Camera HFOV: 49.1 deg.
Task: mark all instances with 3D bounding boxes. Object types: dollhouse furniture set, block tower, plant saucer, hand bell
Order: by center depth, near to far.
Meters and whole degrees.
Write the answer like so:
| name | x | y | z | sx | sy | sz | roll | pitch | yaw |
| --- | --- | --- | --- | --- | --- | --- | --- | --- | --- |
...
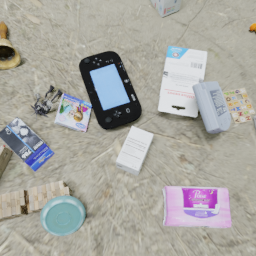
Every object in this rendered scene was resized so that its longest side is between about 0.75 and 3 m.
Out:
| name | x | y | z | sx | sy | sz | roll | pitch | yaw |
| --- | --- | --- | --- | --- | --- | --- | --- | --- | --- |
| plant saucer | -1.775 | 2.456 | 7.700 | 1.230 | 0.169 | 1.230 | -3 | 103 | -13 |
| dollhouse furniture set | -4.419 | 0.798 | 7.813 | 1.332 | 1.890 | 1.324 | 16 | 69 | 7 |
| block tower | -2.838 | 2.103 | 7.957 | 2.445 | 0.707 | 0.660 | -11 | 69 | -6 |
| hand bell | -4.492 | -3.187 | 10.123 | 1.064 | 1.064 | 2.044 | -15 | 56 | -6 |

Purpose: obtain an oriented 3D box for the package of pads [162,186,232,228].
| name | x | y | z | sx | sy | sz | roll | pitch | yaw |
| --- | --- | --- | --- | --- | --- | --- | --- | --- | --- |
| package of pads | 1.889 | 2.211 | 7.890 | 1.831 | 0.693 | 1.103 | 2 | 68 | 1 |

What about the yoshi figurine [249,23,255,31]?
| name | x | y | z | sx | sy | sz | roll | pitch | yaw |
| --- | --- | --- | --- | --- | --- | --- | --- | --- | --- |
| yoshi figurine | 5.098 | -3.294 | 10.087 | 0.889 | 0.893 | 1.588 | -32 | 73 | 5 |

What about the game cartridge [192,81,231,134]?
| name | x | y | z | sx | sy | sz | roll | pitch | yaw |
| --- | --- | --- | --- | --- | --- | --- | --- | --- | --- |
| game cartridge | 2.503 | -0.612 | 8.157 | 0.464 | 2.233 | 1.487 | -15 | 91 | 29 |

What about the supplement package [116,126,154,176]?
| name | x | y | z | sx | sy | sz | roll | pitch | yaw |
| --- | --- | --- | --- | --- | --- | --- | --- | --- | --- |
| supplement package | 0.206 | 0.698 | 8.475 | 0.729 | 0.738 | 1.217 | 22 | 70 | 9 |

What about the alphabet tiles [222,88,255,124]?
| name | x | y | z | sx | sy | sz | roll | pitch | yaw |
| --- | --- | --- | --- | --- | --- | --- | --- | --- | --- |
| alphabet tiles | 3.666 | -0.738 | 9.411 | 1.011 | 0.046 | 1.209 | -12 | 69 | -6 |

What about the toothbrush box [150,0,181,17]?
| name | x | y | z | sx | sy | sz | roll | pitch | yaw |
| --- | --- | --- | --- | --- | --- | --- | --- | --- | --- |
| toothbrush box | 1.235 | -5.497 | 10.601 | 0.846 | 1.432 | 1.966 | -25 | 70 | -10 |

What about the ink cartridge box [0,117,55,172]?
| name | x | y | z | sx | sy | sz | roll | pitch | yaw |
| --- | --- | --- | --- | --- | --- | --- | --- | --- | --- |
| ink cartridge box | -3.203 | 0.490 | 8.789 | 1.731 | 0.339 | 0.861 | 39 | 73 | 13 |

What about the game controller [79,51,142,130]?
| name | x | y | z | sx | sy | sz | roll | pitch | yaw |
| --- | --- | --- | --- | --- | --- | --- | --- | --- | --- |
| game controller | -0.615 | -1.323 | 9.301 | 1.486 | 0.600 | 2.849 | -22 | 69 | 1 |

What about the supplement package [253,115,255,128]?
| name | x | y | z | sx | sy | sz | roll | pitch | yaw |
| --- | --- | --- | --- | --- | --- | --- | --- | --- | --- |
| supplement package | 4.669 | 0.281 | 8.466 | 1.064 | 1.061 | 1.815 | -1 | 68 | -1 |

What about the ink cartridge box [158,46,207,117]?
| name | x | y | z | sx | sy | sz | roll | pitch | yaw |
| --- | --- | --- | --- | --- | --- | --- | --- | --- | --- |
| ink cartridge box | 1.753 | -1.424 | 9.215 | 1.311 | 0.767 | 2.260 | 10 | 77 | 5 |

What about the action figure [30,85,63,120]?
| name | x | y | z | sx | sy | sz | roll | pitch | yaw |
| --- | --- | --- | --- | --- | --- | --- | --- | --- | --- |
| action figure | -2.736 | -0.872 | 9.186 | 0.734 | 0.630 | 1.234 | 33 | 70 | 1 |

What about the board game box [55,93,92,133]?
| name | x | y | z | sx | sy | sz | roll | pitch | yaw |
| --- | --- | --- | --- | --- | --- | --- | --- | --- | --- |
| board game box | -1.729 | -0.473 | 8.972 | 1.014 | 0.209 | 1.011 | 20 | 66 | -26 |
